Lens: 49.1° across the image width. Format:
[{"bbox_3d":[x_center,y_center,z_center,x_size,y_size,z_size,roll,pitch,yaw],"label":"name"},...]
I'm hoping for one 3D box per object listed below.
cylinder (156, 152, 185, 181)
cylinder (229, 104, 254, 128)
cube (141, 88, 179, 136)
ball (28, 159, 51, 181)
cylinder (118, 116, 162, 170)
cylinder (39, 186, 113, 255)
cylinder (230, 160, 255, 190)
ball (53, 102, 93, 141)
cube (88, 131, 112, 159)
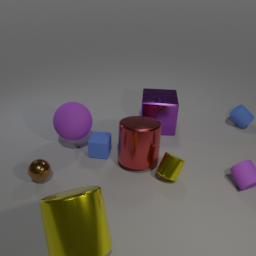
[{"bbox_3d":[1.353,1.212,8.847,0.700,0.700,0.700,25,3,-1],"label":"cylinder"},{"bbox_3d":[4.684,-0.493,11.550,0.700,0.700,0.700,44,37,-7],"label":"cylinder"},{"bbox_3d":[1.252,-0.674,11.393,1.400,1.400,1.400,3,32,3],"label":"cube"},{"bbox_3d":[-2.777,1.319,8.792,0.700,0.700,0.700,0,32,0],"label":"ball"},{"bbox_3d":[0.377,0.461,9.405,1.400,1.400,1.400,2,21,-1],"label":"cylinder"},{"bbox_3d":[-1.159,2.139,6.282,1.400,1.400,1.400,-12,-4,-1],"label":"cylinder"},{"bbox_3d":[3.588,1.426,8.508,0.700,0.700,0.700,-11,62,-17],"label":"cylinder"},{"bbox_3d":[-1.981,-0.244,10.088,1.400,1.400,1.400,0,32,0],"label":"ball"},{"bbox_3d":[-1.000,0.609,10.023,0.700,0.700,0.700,5,33,7],"label":"cube"}]
